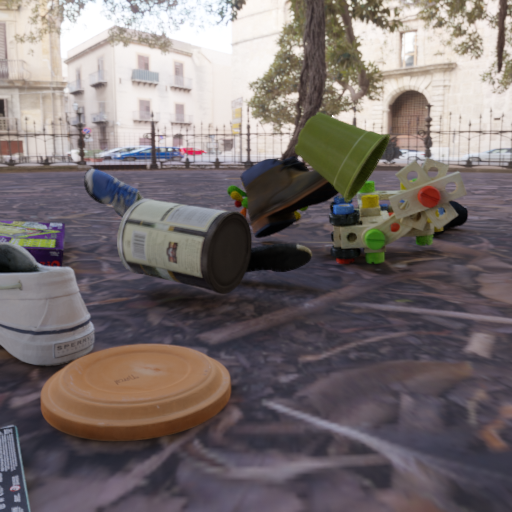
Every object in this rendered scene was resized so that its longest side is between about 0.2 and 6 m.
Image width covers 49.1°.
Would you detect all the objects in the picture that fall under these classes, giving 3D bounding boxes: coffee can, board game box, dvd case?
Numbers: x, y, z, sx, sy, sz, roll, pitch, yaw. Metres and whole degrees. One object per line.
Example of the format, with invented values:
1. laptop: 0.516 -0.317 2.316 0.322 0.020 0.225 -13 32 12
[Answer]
1. coffee can: -1.073 -0.179 8.498 1.657 1.212 1.212 11 15 28
2. board game box: -4.965 -0.262 11.217 2.146 0.577 3.576 6 9 -19
3. dvd case: -2.351 1.549 3.196 1.929 0.212 1.408 -5 12 -27

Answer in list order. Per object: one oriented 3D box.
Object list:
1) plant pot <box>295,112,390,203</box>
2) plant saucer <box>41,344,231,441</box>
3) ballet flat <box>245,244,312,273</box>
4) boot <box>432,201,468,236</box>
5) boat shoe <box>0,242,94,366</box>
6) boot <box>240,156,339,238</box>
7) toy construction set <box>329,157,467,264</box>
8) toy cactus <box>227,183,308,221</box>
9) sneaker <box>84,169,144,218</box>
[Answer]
1. plant pot: 1.478 -1.917 10.235 1.346 1.417 1.417 34 22 14
2. plant saucer: -1.069 1.144 5.091 1.676 0.271 1.676 -1 11 0
3. ballet flat: 0.143 -0.001 9.279 1.573 0.523 0.447 -6 30 15
4. boot: 4.833 -1.051 14.631 1.835 0.834 2.184 -8 7 -20
5. boat shoe: -3.045 0.358 6.861 3.308 1.105 1.217 8 14 37
6. boot: 0.746 -1.723 12.216 1.222 1.586 3.272 -10 -16 -43
7. toy construction set: 2.764 -0.777 11.161 2.580 1.812 3.934 -3 0 9
8. toy cactus: 0.487 -1.596 17.292 2.710 1.386 2.236 2 -8 23
9. sneaker: -3.142 -1.461 12.856 0.744 0.731 1.931 -5 -20 27
